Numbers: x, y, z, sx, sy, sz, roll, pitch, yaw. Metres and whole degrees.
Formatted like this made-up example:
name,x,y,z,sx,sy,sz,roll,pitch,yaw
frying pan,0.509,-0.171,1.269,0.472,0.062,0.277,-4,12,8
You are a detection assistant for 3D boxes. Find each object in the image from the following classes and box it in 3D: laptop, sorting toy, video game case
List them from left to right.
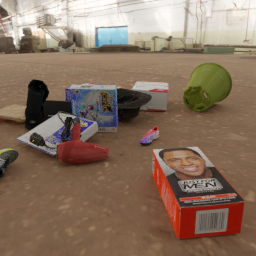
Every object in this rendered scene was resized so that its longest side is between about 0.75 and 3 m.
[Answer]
name,x,y,z,sx,sy,sz,roll,pitch,yaw
sorting toy,-5.143,-0.659,13.124,2.007,0.395,2.168,9,17,17
laptop,-3.331,-0.750,13.317,1.798,1.048,2.029,0,-9,-34
video game case,-1.292,-0.731,10.985,1.738,1.917,0.436,0,31,2

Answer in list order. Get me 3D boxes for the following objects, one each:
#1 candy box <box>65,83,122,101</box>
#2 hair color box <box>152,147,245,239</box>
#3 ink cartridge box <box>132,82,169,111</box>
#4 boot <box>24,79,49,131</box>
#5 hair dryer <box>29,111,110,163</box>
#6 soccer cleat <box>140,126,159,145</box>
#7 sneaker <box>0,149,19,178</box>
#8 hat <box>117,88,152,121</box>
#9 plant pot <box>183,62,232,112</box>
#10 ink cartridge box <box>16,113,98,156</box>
name,x,y,z,sx,sy,sz,roll,pitch,yaw
candy box,-1.848,-1.802,15.419,2.446,0.942,2.068,11,21,25
hair color box,1.484,1.374,6.754,1.372,0.828,2.702,-3,19,-7
ink cartridge box,1.208,-1.757,15.053,1.863,1.069,2.565,4,18,7
boot,-3.852,-1.166,11.845,0.857,1.885,2.244,11,24,-18
hair dryer,-1.691,0.308,9.062,2.553,0.693,1.944,31,50,15
soccer cleat,0.793,0.284,10.374,0.404,0.433,1.184,12,23,31
sneaker,-3.685,1.127,7.999,0.642,0.586,1.585,15,31,20
hat,-0.229,-0.947,12.804,2.689,1.085,2.689,-4,26,2
plant pot,3.910,-1.907,14.446,2.320,2.320,2.203,12,36,30
ink cartridge box,-2.524,0.255,10.153,2.102,0.500,2.127,16,43,34
